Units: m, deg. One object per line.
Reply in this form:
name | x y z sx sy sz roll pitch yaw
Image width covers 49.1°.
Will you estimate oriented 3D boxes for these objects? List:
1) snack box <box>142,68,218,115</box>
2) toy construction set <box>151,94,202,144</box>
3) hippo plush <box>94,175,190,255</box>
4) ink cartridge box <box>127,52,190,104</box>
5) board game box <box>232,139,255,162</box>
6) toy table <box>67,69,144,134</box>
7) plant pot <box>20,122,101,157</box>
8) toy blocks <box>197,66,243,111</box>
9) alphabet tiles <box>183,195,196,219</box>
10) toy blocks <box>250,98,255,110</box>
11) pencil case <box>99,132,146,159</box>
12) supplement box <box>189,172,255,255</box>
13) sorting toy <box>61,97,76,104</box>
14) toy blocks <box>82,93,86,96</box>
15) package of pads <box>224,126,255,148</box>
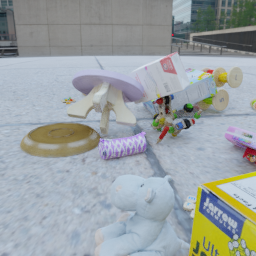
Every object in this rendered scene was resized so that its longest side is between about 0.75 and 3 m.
snack box | 2.264 -1.725 13.348 2.999 1.015 2.529 -25 22 -3
toy construction set | 1.410 -0.097 10.158 1.629 1.501 1.953 35 46 9
hippo plush | 0.226 1.523 4.455 1.762 1.416 1.403 10 21 26
ink cartridge box | 0.956 -1.703 9.914 2.103 1.225 0.710 -13 19 39
board game box | 3.612 0.836 7.704 1.768 0.344 1.397 21 6 -46
toy table | -0.816 -0.903 9.619 2.534 1.484 2.330 4 -26 16
plant pot | -2.325 0.296 9.780 2.767 0.380 2.767 -1 18 0
toy blocks | 4.036 -2.069 14.404 1.065 2.444 2.932 41 -11 -28
alphabet tiles | 1.757 1.714 6.003 1.060 0.077 1.037 8 21 23
toy blocks | 6.708 -1.030 13.519 1.153 0.502 1.384 1 19 1
pencil case | -0.177 0.531 8.637 1.530 0.654 0.642 -8 17 -26
supplement box | 2.493 1.555 4.059 2.799 1.533 1.523 -6 19 -25
sorting toy | -3.337 -1.568 15.630 0.736 0.178 1.308 -7 20 -20
toy blocks | -1.747 -2.272 16.839 1.656 0.601 1.380 8 20 38
package of pads | 3.860 0.407 8.839 0.833 0.523 1.382 20 2 -39
